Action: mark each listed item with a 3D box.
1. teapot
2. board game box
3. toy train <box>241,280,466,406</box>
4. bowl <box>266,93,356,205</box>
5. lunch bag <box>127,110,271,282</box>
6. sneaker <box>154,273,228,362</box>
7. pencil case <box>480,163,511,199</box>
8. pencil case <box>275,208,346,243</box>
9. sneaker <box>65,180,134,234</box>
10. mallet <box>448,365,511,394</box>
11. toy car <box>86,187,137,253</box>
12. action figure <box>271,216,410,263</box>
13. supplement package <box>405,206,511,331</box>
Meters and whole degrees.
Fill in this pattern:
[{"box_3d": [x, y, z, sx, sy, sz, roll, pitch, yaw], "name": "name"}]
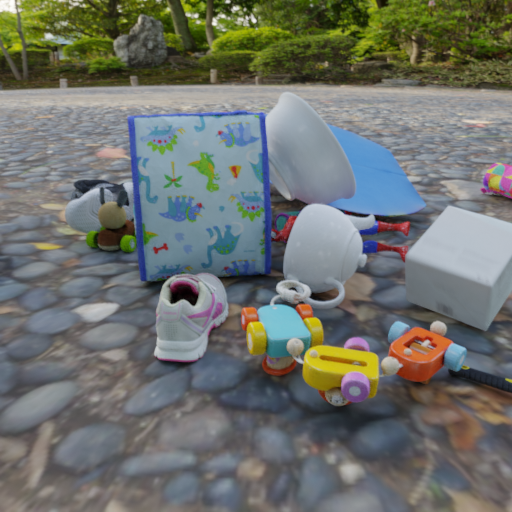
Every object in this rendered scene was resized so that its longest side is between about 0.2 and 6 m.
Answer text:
[{"box_3d": [1.246, -0.026, 9.438, 1.202, 1.646, 1.625, 18, 7, 20], "name": "teapot"}, {"box_3d": [1.752, -2.058, 14.503, 4.312, 1.063, 5.457, 10, 33, -12], "name": "board game box"}, {"box_3d": [1.132, 1.235, 7.321, 2.749, 0.765, 2.065, 19, 27, 33], "name": "toy train"}, {"box_3d": [0.800, -1.887, 11.149, 1.109, 2.468, 2.468, -35, 28, -4], "name": "bowl"}, {"box_3d": [-1.024, -1.157, 10.293, 2.467, 2.901, 1.849, -5, 23, -9], "name": "lunch bag"}, {"box_3d": [-0.922, 0.670, 8.357, 0.868, 0.942, 2.135, 2, 22, 5], "name": "sneaker"}, {"box_3d": [7.005, -1.813, 14.759, 0.928, 0.928, 2.100, -11, 22, -25], "name": "pencil case"}, {"box_3d": [1.219, -0.705, 12.049, 1.608, 0.684, 0.743, -11, -7, -31], "name": "pencil case"}, {"box_3d": [-3.812, -1.156, 12.936, 1.542, 1.023, 2.710, 8, 17, 20], "name": "sneaker"}, {"box_3d": [3.307, 1.686, 6.641, 2.122, 0.437, 0.699, 10, 18, 33], "name": "mallet"}, {"box_3d": [-2.920, -0.806, 11.630, 1.033, 1.258, 0.992, 7, 23, 18], "name": "toy car"}, {"box_3d": [1.388, -0.175, 10.451, 2.749, 0.897, 1.361, 4, 29, 18], "name": "action figure"}, {"box_3d": [3.312, 0.162, 8.851, 1.357, 1.044, 1.419, 24, 52, 35], "name": "supplement package"}]
